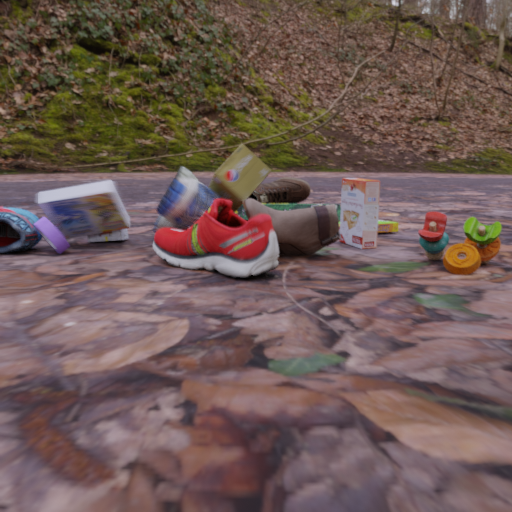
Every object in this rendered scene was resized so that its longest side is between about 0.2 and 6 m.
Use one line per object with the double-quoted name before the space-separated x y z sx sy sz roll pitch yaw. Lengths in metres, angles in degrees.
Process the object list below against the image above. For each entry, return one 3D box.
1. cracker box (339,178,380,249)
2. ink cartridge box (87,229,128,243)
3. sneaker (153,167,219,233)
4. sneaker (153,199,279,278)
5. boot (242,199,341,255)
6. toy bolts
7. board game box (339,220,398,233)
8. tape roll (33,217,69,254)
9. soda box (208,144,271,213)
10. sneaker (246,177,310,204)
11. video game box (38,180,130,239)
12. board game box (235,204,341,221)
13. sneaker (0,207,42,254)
"cracker box" 2.342 -0.984 12.764 0.439 1.520 1.018 -4 12 -21
"ink cartridge box" -3.540 -0.537 13.385 0.820 0.342 0.595 -3 7 3
"sneaker" -1.457 -0.861 13.181 1.547 1.399 3.631 30 -7 -6
"sneaker" -0.763 -0.425 10.414 3.032 1.287 1.167 7 14 40
"boot" 0.792 -0.671 10.970 1.610 0.774 2.203 -15 -26 11
"toy bolts" 3.759 -0.059 10.661 1.450 1.006 1.385 19 60 33
"board game box" 2.500 -0.749 14.711 2.204 0.330 1.053 -1 7 -17
"tape roll" -4.292 -0.425 11.757 0.266 0.812 0.812 -43 28 -18
"soda box" -0.471 -1.627 12.704 0.862 0.912 2.693 42 -8 -5
"sneaker" 0.426 -2.167 20.845 3.225 1.136 1.218 -3 29 4
"video game box" -3.779 -0.994 12.442 1.592 0.373 1.450 -10 -28 0
"board game box" -0.012 -1.305 16.495 4.897 0.574 2.565 1 7 5
"sneaker" -6.046 -0.560 11.675 2.869 1.138 1.371 -2 13 -10
